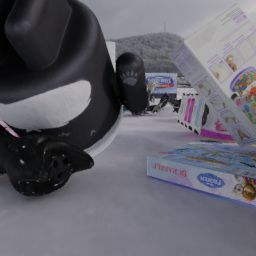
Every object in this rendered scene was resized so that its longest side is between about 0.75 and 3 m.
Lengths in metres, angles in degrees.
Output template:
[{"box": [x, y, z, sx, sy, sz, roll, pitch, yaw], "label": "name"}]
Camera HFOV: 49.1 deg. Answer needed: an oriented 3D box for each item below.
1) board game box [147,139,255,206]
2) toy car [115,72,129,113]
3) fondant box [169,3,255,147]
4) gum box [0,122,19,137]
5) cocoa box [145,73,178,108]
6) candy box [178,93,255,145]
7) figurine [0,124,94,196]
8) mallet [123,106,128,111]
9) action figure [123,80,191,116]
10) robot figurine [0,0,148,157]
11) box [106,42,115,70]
[{"box": [1.333, 0.502, 3.863, 1.547, 0.318, 1.544, 9, 13, 42], "label": "board game box"}, {"box": [-0.280, -1.552, 11.893, 1.472, 1.664, 1.534, -7, 12, -34], "label": "toy car"}, {"box": [1.515, -0.725, 3.826, 1.161, 1.609, 0.469, -38, -2, -21], "label": "fondant box"}, {"box": [-2.899, 0.112, 5.936, 1.178, 0.389, 0.668, -3, 10, -17], "label": "gum box"}, {"box": [1.097, -1.883, 13.863, 2.491, 1.635, 1.662, 0, 10, 0], "label": "cocoa box"}, {"box": [2.062, -0.211, 5.683, 1.716, 0.768, 2.517, 9, 6, 1], "label": "candy box"}, {"box": [-1.979, 0.393, 2.790, 2.439, 1.076, 2.499, 10, 14, 27], "label": "figurine"}, {"box": [-0.482, -0.654, 8.636, 0.390, 0.625, 1.896, -5, 11, 38], "label": "mallet"}, {"box": [0.882, -1.102, 10.338, 2.652, 1.353, 1.576, 1, 16, -5], "label": "action figure"}, {"box": [-1.014, -0.646, 3.909, 1.740, 2.789, 2.095, -43, 62, -14], "label": "robot figurine"}, {"box": [-1.456, -1.871, 10.776, 1.411, 2.653, 2.020, -4, 10, -21], "label": "box"}]
